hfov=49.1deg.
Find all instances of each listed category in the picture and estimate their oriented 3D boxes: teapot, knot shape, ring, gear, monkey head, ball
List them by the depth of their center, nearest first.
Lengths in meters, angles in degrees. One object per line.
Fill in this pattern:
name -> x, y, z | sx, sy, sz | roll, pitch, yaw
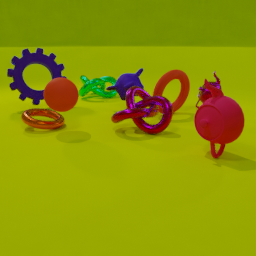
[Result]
teapot -> 1.854, -0.204, 5.932 | 0.835, 1.706, 1.060 | -11, 8, -34
ball -> -1.759, -0.874, 7.395 | 0.904, 0.904, 0.904 | 0, 18, 0
knot shape -> 0.396, -0.578, 7.829 | 1.675, 0.774, 1.567 | 1, 40, 6
ring -> -2.452, -0.276, 8.123 | 1.229, 0.246, 1.229 | 12, 20, -5
ring -> 1.435, -1.164, 9.176 | 1.531, 1.531, 0.306 | -12, 32, -34
monkey head -> -0.017, -1.514, 9.619 | 1.494, 0.900, 1.075 | -29, -17, 2
teapot -> 2.844, -1.292, 9.841 | 0.711, 1.452, 0.903 | 25, 25, -7
gear -> -3.272, -1.855, 10.151 | 2.003, 2.003, 0.370 | -8, 1, -24
knot shape -> -1.468, -1.851, 12.309 | 1.860, 0.860, 1.741 | -8, 19, -35
